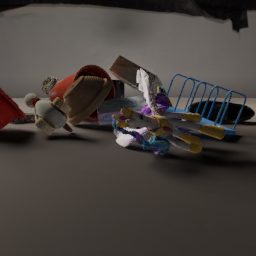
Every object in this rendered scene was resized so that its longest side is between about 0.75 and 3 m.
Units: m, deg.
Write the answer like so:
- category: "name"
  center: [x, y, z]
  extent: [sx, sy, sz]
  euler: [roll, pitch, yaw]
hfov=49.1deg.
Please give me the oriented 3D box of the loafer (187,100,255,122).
- category: "loafer"
  center: [4.275, -0.784, 12.869]
  extent: [2.990, 1.015, 1.050]
  euler: [3, -1, -2]

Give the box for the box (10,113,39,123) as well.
- category: "box"
  center: [-5.035, -0.496, 13.367]
  extent: [1.516, 0.336, 1.214]
  euler: [-7, 11, -41]

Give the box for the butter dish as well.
- category: "butter dish"
  center: [-5.405, -0.674, 10.059]
  extent: [2.457, 1.816, 2.451]
  euler: [11, -28, 31]

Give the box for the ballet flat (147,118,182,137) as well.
- category: "ballet flat"
  center: [1.357, -0.108, 9.145]
  extent: [0.741, 0.807, 2.351]
  euler: [18, 17, 31]

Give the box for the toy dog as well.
- category: "toy dog"
  center: [-2.753, -0.532, 10.057]
  extent: [1.722, 1.257, 2.611]
  euler: [-36, 41, 5]

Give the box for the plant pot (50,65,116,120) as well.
- category: "plant pot"
  center: [-2.546, -1.710, 14.711]
  extent: [2.661, 2.736, 2.736]
  euler: [-3, 4, 44]

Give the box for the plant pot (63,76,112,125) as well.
- category: "plant pot"
  center: [-1.910, -1.366, 11.760]
  extent: [1.126, 2.440, 2.440]
  euler: [42, -9, -21]

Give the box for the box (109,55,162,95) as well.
- category: "box"
  center: [0.415, -2.702, 14.953]
  extent: [2.634, 1.024, 1.251]
  euler: [35, 0, 25]

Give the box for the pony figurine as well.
- category: "pony figurine"
  center: [0.719, -0.232, 7.038]
  extent: [2.550, 2.124, 2.462]
  euler: [13, 14, -14]

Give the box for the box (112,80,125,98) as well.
- category: "box"
  center: [-0.989, -1.851, 16.783]
  extent: [1.228, 2.057, 2.091]
  euler: [2, 8, 11]

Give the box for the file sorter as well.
- category: "file sorter"
  center: [2.525, -0.829, 9.406]
  extent: [1.547, 1.368, 2.230]
  euler: [6, 16, -47]

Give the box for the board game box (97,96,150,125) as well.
- category: "board game box"
  center: [-0.126, -0.895, 13.110]
  extent: [2.612, 0.567, 2.599]
  euler: [-6, 18, -5]

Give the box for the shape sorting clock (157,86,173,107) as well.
- category: "shape sorting clock"
  center: [1.632, -1.012, 12.172]
  extent: [0.333, 1.699, 1.699]
  euler: [-20, 1, 20]
